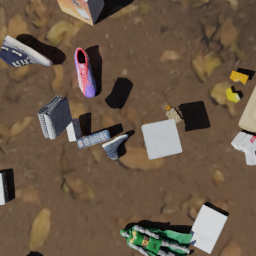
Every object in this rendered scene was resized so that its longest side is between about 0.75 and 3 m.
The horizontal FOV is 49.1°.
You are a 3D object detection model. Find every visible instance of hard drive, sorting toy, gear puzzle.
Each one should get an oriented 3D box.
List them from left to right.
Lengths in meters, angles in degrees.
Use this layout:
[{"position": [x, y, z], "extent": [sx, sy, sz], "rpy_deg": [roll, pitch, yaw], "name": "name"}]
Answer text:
[{"position": [1.609, -0.501, 10.300], "extent": [0.393, 0.099, 0.760], "rpy_deg": [-34, 83, 0], "name": "gear puzzle"}, {"position": [2.791, 3.578, 9.936], "extent": [0.935, 0.186, 1.418], "rpy_deg": [27, 86, 2], "name": "hard drive"}, {"position": [4.691, -0.792, 9.560], "extent": [2.935, 0.393, 2.187], "rpy_deg": [27, 114, 26], "name": "sorting toy"}]

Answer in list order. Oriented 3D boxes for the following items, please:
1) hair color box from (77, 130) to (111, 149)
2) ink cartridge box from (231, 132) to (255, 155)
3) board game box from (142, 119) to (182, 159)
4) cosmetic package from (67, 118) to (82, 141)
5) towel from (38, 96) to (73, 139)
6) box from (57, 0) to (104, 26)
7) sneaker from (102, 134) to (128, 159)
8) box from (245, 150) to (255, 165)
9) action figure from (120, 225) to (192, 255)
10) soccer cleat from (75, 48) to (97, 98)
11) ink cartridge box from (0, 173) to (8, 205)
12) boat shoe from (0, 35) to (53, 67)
[{"position": [-1.205, 0.404, 9.982], "extent": [1.135, 0.568, 0.343], "rpy_deg": [-18, 88, 0], "name": "hair color box"}, {"position": [4.142, 0.523, 9.853], "extent": [0.331, 0.795, 0.577], "rpy_deg": [41, 86, -24], "name": "ink cartridge box"}, {"position": [1.027, 0.341, 8.593], "extent": [1.058, 0.137, 1.058], "rpy_deg": [-12, 83, -10], "name": "board game box"}, {"position": [-1.915, 0.052, 9.904], "extent": [0.307, 0.428, 0.758], "rpy_deg": [-8, 98, 27], "name": "cosmetic package"}, {"position": [-2.128, -0.335, 8.177], "extent": [0.469, 1.095, 0.907], "rpy_deg": [9, 128, 19], "name": "towel"}, {"position": [-1.688, -4.612, 9.737], "extent": [1.367, 1.795, 0.954], "rpy_deg": [27, 86, 2], "name": "box"}, {"position": [-0.326, 0.712, 10.020], "extent": [1.003, 0.381, 0.725], "rpy_deg": [-28, 76, 7], "name": "sneaker"}, {"position": [4.869, 0.924, 10.051], "extent": [1.183, 0.356, 0.690], "rpy_deg": [-8, 86, 0], "name": "box"}, {"position": [0.869, 4.011, 9.715], "extent": [2.414, 0.660, 1.426], "rpy_deg": [18, 89, 5], "name": "action figure"}, {"position": [-1.571, -1.987, 10.110], "extent": [0.621, 0.667, 1.822], "rpy_deg": [-12, 86, -1], "name": "soccer cleat"}, {"position": [-5.026, 2.236, 10.016], "extent": [1.374, 0.344, 1.114], "rpy_deg": [-8, 87, 7], "name": "ink cartridge box"}, {"position": [-3.759, -2.515, 10.202], "extent": [1.971, 0.736, 0.914], "rpy_deg": [31, 96, 7], "name": "boat shoe"}]
